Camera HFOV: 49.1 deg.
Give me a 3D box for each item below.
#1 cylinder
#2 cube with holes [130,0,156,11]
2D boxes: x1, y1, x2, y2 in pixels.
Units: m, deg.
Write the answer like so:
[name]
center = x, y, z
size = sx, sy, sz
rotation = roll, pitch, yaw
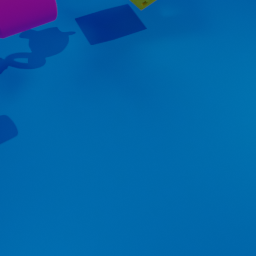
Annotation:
[cylinder]
center = -1.473, -1.699, 3.675
size = 0.804, 0.804, 0.804
rotation = -28, 66, -19
[cube with holes]
center = 0.400, -4.387, 7.630
size = 1.343, 1.343, 1.343
rotation = -26, 79, 25
